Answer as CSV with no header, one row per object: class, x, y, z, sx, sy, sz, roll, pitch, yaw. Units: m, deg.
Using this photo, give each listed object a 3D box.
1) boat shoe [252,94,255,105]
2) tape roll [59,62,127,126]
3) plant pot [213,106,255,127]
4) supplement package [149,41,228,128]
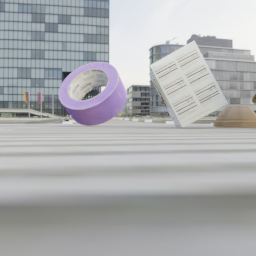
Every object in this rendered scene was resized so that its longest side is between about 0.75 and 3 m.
boat shoe,3.637,-0.590,5.960,0.661,0.746,2.039,46,-17,-20
tape roll,-1.233,-1.231,9.907,2.225,2.225,0.946,0,-35,22
plant pot,3.179,-0.322,8.134,1.329,0.613,1.329,1,1,0
supplement package,1.385,-0.965,6.888,1.174,1.596,1.526,-28,-2,5
